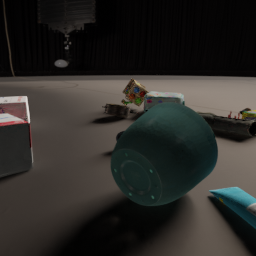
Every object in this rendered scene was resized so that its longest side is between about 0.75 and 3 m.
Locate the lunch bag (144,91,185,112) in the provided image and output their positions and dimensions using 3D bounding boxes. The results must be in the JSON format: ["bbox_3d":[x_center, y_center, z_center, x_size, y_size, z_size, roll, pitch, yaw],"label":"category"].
[{"bbox_3d":[1.987,-1.335,14.894,2.094,1.006,2.611,6,15,13],"label":"lunch bag"}]

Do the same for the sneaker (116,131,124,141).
[{"bbox_3d":[0.504,0.375,9.077,1.792,0.629,0.735,1,-4,-3],"label":"sneaker"}]

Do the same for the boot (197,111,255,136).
[{"bbox_3d":[3.633,-0.097,10.710,1.941,0.775,2.135,-15,28,-36],"label":"boot"}]

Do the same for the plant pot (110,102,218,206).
[{"bbox_3d":[0.563,0.619,5.481,1.868,1.868,1.499,11,30,38],"label":"plant pot"}]

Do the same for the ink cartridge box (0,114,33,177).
[{"bbox_3d":[-3.411,0.387,7.281,1.249,1.255,1.727,-11,18,-39],"label":"ink cartridge box"}]

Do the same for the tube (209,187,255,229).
[{"bbox_3d":[2.117,1.394,5.131,0.626,0.408,1.618,0,9,-8],"label":"tube"}]

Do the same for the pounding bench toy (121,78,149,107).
[{"bbox_3d":[0.282,-1.800,16.255,1.020,1.642,1.281,30,17,-21],"label":"pounding bench toy"}]

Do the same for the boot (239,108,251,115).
[{"bbox_3d":[5.781,-0.627,13.235,0.501,0.386,1.033,-15,28,-18],"label":"boot"}]

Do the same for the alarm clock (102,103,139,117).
[{"bbox_3d":[-0.328,-0.822,13.584,1.781,0.593,1.202,8,7,3],"label":"alarm clock"}]

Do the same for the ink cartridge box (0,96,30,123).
[{"bbox_3d":[-5.578,-0.619,11.664,2.710,1.164,1.984,-6,15,-18],"label":"ink cartridge box"}]

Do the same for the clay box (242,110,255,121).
[{"bbox_3d":[5.996,-0.381,11.711,2.687,0.640,1.544,-8,15,-34],"label":"clay box"}]

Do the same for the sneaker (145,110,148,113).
[{"bbox_3d":[1.261,-0.736,13.776,0.843,0.369,0.319,1,14,5],"label":"sneaker"}]

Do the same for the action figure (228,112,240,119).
[{"bbox_3d":[4.636,-0.509,12.282,0.442,0.670,1.353,12,19,14],"label":"action figure"}]
